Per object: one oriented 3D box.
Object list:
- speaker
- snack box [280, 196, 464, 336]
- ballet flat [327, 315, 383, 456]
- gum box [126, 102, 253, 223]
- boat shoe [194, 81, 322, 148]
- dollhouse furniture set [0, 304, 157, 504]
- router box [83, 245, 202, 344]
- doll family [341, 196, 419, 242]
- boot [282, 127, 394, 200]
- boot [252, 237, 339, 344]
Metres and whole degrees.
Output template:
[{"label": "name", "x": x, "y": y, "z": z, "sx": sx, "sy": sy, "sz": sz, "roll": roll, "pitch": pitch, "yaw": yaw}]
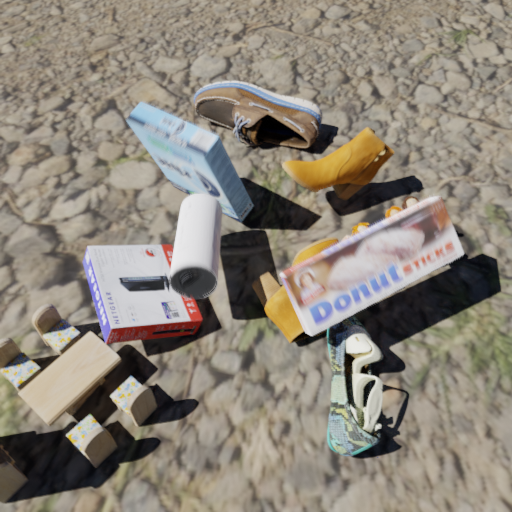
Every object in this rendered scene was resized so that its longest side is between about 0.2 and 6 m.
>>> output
[{"label": "speaker", "x": -1.087, "y": -0.221, "z": 10.361, "sx": 0.864, "sy": 0.864, "sz": 2.127, "roll": -1, "pitch": 40, "yaw": 0}, {"label": "snack box", "x": 2.000, "y": 0.134, "z": 9.503, "sx": 3.132, "sy": 0.381, "sz": 1.126, "roll": -26, "pitch": 99, "yaw": -12}, {"label": "ballet flat", "x": 1.764, "y": 2.014, "z": 9.577, "sx": 1.003, "sy": 1.003, "sz": 2.703, "roll": 2, "pitch": 59, "yaw": 2}, {"label": "gum box", "x": -1.274, "y": -1.852, "z": 11.395, "sx": 2.057, "sy": 2.421, "sz": 0.539, "roll": 29, "pitch": 74, "yaw": 27}, {"label": "boat shoe", "x": -0.042, "y": -3.330, "z": 13.481, "sx": 3.195, "sy": 1.154, "sz": 1.156, "roll": 10, "pitch": 56, "yaw": 7}, {"label": "dollhouse furniture set", "x": -3.494, "y": 2.254, "z": 8.920, "sx": 2.521, "sy": 1.786, "sz": 2.745, "roll": 34, "pitch": 60, "yaw": 22}, {"label": "router box", "x": -2.149, "y": 0.655, "z": 10.504, "sx": 1.741, "sy": 0.474, "sz": 1.940, "roll": -2, "pitch": 49, "yaw": -33}, {"label": "doll family", "x": 2.702, "y": -0.250, "z": 11.452, "sx": 2.321, "sy": 1.046, "sz": 1.441, "roll": -32, "pitch": 65, "yaw": -1}, {"label": "boot", "x": 1.749, "y": -2.054, "z": 11.647, "sx": 2.248, "sy": 1.609, "sz": 0.791, "roll": 12, "pitch": 39, "yaw": -41}, {"label": "boot", "x": 1.135, "y": 0.678, "z": 10.844, "sx": 2.144, "sy": 0.755, "sz": 1.535, "roll": -30, "pitch": 65, "yaw": -18}]
